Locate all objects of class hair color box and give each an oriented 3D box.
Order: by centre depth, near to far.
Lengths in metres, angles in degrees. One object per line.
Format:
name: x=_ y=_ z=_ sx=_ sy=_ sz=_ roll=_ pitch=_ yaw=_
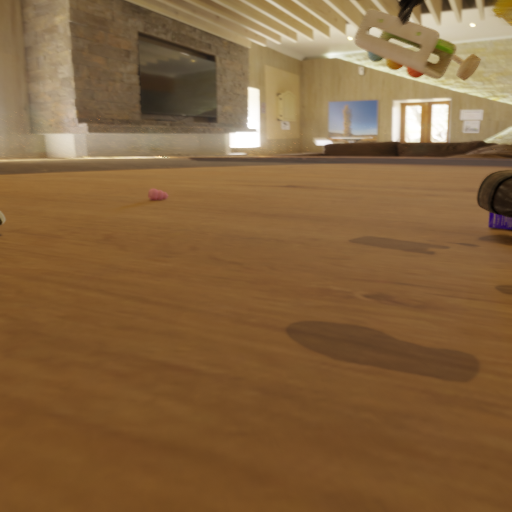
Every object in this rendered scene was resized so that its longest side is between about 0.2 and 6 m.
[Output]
hair color box: x=5.132 y=-0.678 z=10.734 sx=1.134 sy=0.367 sz=0.620 roll=9 pitch=14 yaw=39

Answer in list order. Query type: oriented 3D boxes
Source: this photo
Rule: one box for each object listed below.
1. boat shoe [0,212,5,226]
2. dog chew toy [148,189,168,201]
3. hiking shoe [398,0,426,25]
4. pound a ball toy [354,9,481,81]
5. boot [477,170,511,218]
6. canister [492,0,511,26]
boat shoe: x=-6.038 y=-0.655 z=10.088 sx=2.963 sy=1.079 sz=0.915 roll=8 pitch=56 yaw=5
dog chew toy: x=-2.712 y=-1.684 z=15.523 sx=0.535 sy=0.333 sz=0.333 roll=4 pitch=11 yaw=-17
hiking shoe: x=1.059 y=-3.176 z=5.510 sx=2.226 sy=1.121 sz=0.843 roll=52 pitch=7 yaw=34
pound a ball toy: x=2.825 y=-3.590 z=9.983 sx=1.235 sy=0.804 sz=1.893 roll=3 pitch=29 yaw=-47
boot: x=5.499 y=-0.739 z=9.268 sx=2.986 sy=1.034 sz=2.599 roll=-13 pitch=28 yaw=-19
canister: x=3.673 y=-3.078 z=7.153 sx=0.755 sy=1.016 sz=0.440 roll=-41 pitch=-8 yaw=-8
